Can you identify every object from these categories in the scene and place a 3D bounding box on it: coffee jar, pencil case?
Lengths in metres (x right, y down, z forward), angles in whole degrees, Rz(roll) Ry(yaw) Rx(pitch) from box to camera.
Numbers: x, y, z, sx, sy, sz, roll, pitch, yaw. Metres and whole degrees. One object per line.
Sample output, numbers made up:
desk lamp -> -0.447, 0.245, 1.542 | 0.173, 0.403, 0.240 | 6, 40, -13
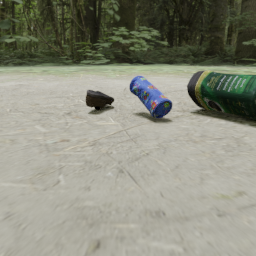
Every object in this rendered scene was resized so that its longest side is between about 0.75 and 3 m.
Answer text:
coffee jar -> 3.479, -1.186, 9.651 | 2.862, 1.221, 1.492 | 20, -14, 49
pencil case -> 0.744, -1.044, 9.542 | 0.734, 0.817, 1.882 | -5, 38, -30

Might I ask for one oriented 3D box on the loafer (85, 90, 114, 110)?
loafer -> -1.149, -1.042, 10.789 | 0.679, 0.660, 1.860 | 27, 10, 21
